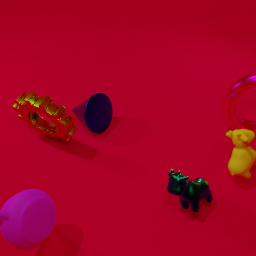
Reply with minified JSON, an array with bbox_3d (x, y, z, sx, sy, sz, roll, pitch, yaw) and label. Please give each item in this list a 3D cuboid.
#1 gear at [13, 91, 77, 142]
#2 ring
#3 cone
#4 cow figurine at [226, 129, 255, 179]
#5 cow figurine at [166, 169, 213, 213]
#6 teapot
[{"bbox_3d":[-2.033,-0.238,6.905,1.574,1.574,0.291,16,58,15],"label":"gear"},{"bbox_3d":[3.323,-0.580,7.045,1.893,1.893,0.379,8,44,8],"label":"ring"},{"bbox_3d":[-1.189,-0.452,7.766,1.102,1.097,1.097,7,43,35],"label":"cone"},{"bbox_3d":[2.493,0.554,6.213,0.564,1.012,1.028,24,86,58],"label":"cow figurine"},{"bbox_3d":[1.277,1.220,5.812,1.019,1.003,0.559,-21,13,-33],"label":"cow figurine"},{"bbox_3d":[-1.819,1.633,5.073,0.806,1.647,1.024,-5,65,33],"label":"teapot"}]
